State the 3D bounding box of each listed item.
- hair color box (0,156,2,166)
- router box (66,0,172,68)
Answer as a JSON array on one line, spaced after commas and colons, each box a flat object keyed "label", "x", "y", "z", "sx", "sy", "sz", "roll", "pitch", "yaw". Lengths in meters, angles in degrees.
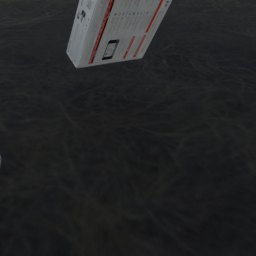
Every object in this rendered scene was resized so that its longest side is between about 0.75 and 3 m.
[{"label": "hair color box", "x": -3.107, "y": 0.607, "z": 5.370, "sx": 1.127, "sy": 0.563, "sz": 0.341, "roll": -14, "pitch": 33, "yaw": -10}, {"label": "router box", "x": -0.183, "y": -3.104, "z": 7.921, "sx": 2.583, "sy": 2.878, "sz": 0.703, "roll": -18, "pitch": 65, "yaw": -35}]
